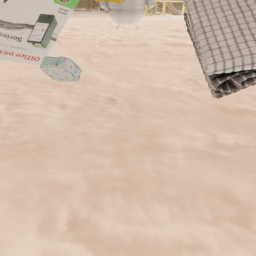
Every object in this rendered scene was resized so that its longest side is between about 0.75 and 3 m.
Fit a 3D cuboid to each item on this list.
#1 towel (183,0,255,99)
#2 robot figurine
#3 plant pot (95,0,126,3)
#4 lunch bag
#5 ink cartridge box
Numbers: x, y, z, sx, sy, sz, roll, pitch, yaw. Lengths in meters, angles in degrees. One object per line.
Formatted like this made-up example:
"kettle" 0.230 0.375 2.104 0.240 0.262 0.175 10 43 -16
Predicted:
"towel" 2.695 -2.182 6.397 2.437 1.260 2.944 -12 56 8
"robot figurine" -0.052 -5.136 10.861 2.177 2.567 1.450 3 27 9
"plant pot" -0.444 -3.475 6.097 1.252 1.280 1.243 11 14 16
"lunch bag" -1.785 -1.588 7.480 1.029 0.825 0.397 5 69 29
"ink cartridge box" -2.894 -3.280 7.784 2.127 2.915 1.225 -1 53 -47
